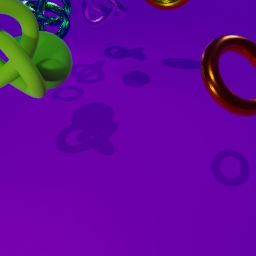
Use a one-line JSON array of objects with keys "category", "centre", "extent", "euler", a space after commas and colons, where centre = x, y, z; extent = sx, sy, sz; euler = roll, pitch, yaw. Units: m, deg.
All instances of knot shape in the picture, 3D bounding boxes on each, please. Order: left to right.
[{"category": "knot shape", "centre": [-2.155, -1.210, 5.045], "extent": [1.746, 1.866, 0.862], "euler": [44, 30, -8]}, {"category": "knot shape", "centre": [-2.353, -3.572, 8.580], "extent": [1.704, 0.788, 1.595], "euler": [40, 68, -8]}, {"category": "knot shape", "centre": [-0.697, -4.319, 9.918], "extent": [1.857, 1.984, 0.917], "euler": [26, 57, -13]}]

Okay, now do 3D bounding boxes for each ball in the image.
[{"category": "ball", "centre": [-1.997, -1.581, 6.614], "extent": [1.332, 1.332, 1.332], "euler": [0, 43, 0]}]

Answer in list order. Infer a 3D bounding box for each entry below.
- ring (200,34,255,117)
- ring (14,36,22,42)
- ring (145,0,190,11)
[{"category": "ring", "centre": [1.513, -0.721, 3.784], "extent": [1.190, 0.238, 1.190], "euler": [5, 73, -18]}, {"category": "ring", "centre": [-2.965, -2.373, 7.652], "extent": [1.098, 0.220, 1.098], "euler": [-12, 23, 5]}, {"category": "ring", "centre": [1.123, -4.279, 8.099], "extent": [1.815, 1.815, 0.363], "euler": [10, 54, 10]}]
